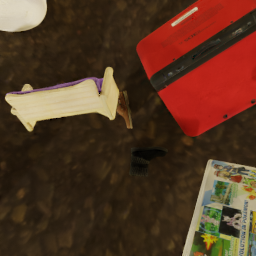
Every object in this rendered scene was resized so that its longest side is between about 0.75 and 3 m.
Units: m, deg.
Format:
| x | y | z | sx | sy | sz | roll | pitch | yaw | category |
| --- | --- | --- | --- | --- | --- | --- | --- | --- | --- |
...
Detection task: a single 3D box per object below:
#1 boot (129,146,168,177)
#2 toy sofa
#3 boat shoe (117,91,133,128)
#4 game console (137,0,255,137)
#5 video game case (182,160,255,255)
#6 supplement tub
| x | y | z | sx | sy | sz | roll | pitch | yaw | category |
| --- | --- | --- | --- | --- | --- | --- | --- | --- | --- |
| 0.507 | 0.850 | 6.930 | 0.966 | 0.364 | 0.722 | -3 | 71 | 10 | boot |
| -1.201 | -0.627 | 5.268 | 1.929 | 0.941 | 0.799 | -8 | 45 | 16 | toy sofa |
| -0.110 | -0.446 | 7.240 | 0.353 | 0.374 | 1.040 | -12 | 69 | 2 | boat shoe |
| 2.058 | -1.717 | 7.048 | 2.947 | 1.749 | 2.540 | -31 | 48 | 15 | game console |
| 2.259 | 1.640 | 4.309 | 2.473 | 0.298 | 2.713 | 10 | 37 | 21 | video game case |
| -3.139 | -4.148 | 7.154 | 1.966 | 1.966 | 2.719 | -5 | 78 | -1 | supplement tub |
